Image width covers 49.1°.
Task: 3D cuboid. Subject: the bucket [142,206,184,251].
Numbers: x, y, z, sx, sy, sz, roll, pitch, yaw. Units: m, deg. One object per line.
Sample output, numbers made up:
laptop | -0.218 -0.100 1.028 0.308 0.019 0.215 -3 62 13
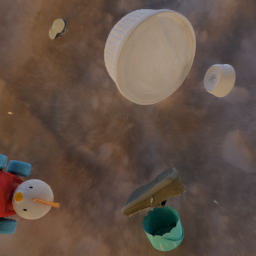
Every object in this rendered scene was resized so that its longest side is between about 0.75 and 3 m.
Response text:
bucket | 0.911 2.556 7.124 1.008 1.008 0.656 -24 116 -8

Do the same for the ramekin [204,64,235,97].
ramekin | 2.689 -1.441 8.375 0.461 0.989 0.989 7 70 -22

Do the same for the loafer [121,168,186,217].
loafer | 0.616 1.804 7.099 0.714 2.050 0.771 47 34 -3

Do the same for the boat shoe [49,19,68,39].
boat shoe | -2.223 -3.211 9.092 0.344 1.112 0.416 -25 90 -35

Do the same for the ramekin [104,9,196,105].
ramekin | 0.542 -2.082 7.962 2.650 2.650 1.234 -35 45 -11

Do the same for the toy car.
toy car | -2.624 1.669 6.790 2.006 1.774 1.849 0 70 24
